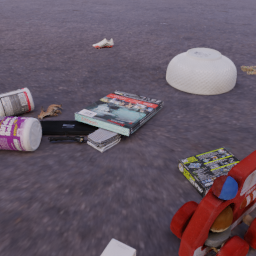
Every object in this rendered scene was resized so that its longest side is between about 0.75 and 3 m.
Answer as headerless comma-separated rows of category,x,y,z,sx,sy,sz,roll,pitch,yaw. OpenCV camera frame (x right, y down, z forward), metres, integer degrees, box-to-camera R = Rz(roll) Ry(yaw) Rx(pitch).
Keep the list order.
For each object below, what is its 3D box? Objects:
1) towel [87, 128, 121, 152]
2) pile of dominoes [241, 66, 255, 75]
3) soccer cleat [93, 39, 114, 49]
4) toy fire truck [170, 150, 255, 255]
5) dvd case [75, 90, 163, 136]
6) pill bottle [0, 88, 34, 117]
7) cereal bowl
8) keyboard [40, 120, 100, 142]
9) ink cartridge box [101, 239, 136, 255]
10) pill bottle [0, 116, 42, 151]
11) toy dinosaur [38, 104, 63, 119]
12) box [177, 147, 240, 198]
towel,-0.670,0.272,7.739,0.641,0.332,0.775,28,43,37
pile of dominoes,5.553,-2.590,12.204,1.105,0.176,0.861,-3,34,-4
soccer cleat,-1.310,-4.473,14.775,1.110,0.473,0.381,-7,34,-11
toy fire truck,1.731,1.314,4.806,2.175,1.826,1.219,-23,40,-30
dvd case,-0.184,-0.572,8.803,1.833,0.276,2.511,16,28,22
pill bottle,-3.783,-0.749,8.886,1.390,0.770,0.770,-20,38,-27
cereal bowl,2.919,-2.401,11.056,2.763,1.151,2.763,0,34,0
keyboard,-1.763,0.103,8.135,1.933,0.199,1.229,0,28,1
ink cartridge box,-0.386,2.428,4.085,0.453,0.769,1.335,17,37,24
pill bottle,-3.214,0.130,7.467,1.581,0.887,0.887,3,34,5
toy dinosaur,-2.490,-0.597,9.055,0.588,0.373,0.868,8,28,24
box,2.050,1.007,6.659,1.368,0.303,1.096,-13,35,-20
